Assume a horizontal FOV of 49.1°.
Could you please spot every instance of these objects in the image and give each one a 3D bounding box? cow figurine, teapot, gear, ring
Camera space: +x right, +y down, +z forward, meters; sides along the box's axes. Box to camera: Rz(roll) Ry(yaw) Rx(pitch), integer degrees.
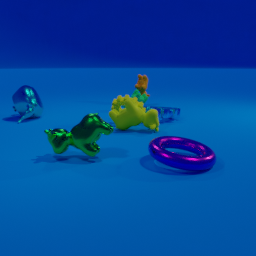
[{"bbox_3d":[0.253,-1.095,11.482,0.949,0.934,0.521,20,26,-34],"label":"cow figurine"},{"bbox_3d":[0.238,-0.250,8.395,1.329,1.308,0.730,-34,4,13],"label":"cow figurine"},{"bbox_3d":[-3.702,-0.849,10.177,0.979,1.243,1.999,-25,40,-3],"label":"teapot"},{"bbox_3d":[1.011,-0.591,10.161,1.726,0.319,1.726,2,7,0],"label":"gear"},{"bbox_3d":[1.106,0.494,5.771,1.400,0.280,1.400,7,17,-2],"label":"ring"},{"bbox_3d":[-1.059,0.107,5.907,1.189,1.208,0.663,34,7,2],"label":"cow figurine"},{"bbox_3d":[0.704,-1.902,13.149,0.597,1.087,1.070,11,-7,22],"label":"cow figurine"},{"bbox_3d":[0.009,-0.612,9.174,1.115,1.115,0.206,5,51,19],"label":"gear"}]
